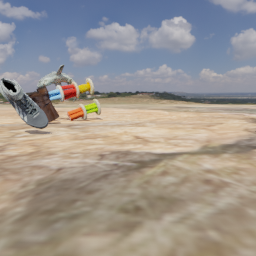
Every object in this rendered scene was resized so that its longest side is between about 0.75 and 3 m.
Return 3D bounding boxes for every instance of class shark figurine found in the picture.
[{"bbox_3d":[-2.782,-2.030,11.801,0.905,1.296,2.169,37,10,34],"label":"shark figurine"}]

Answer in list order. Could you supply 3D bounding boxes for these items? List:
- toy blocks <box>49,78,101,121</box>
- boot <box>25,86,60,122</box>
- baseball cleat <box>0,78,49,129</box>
[{"bbox_3d":[-2.212,-1.011,11.220,1.933,1.611,0.702,-19,4,-26],"label":"toy blocks"},{"bbox_3d":[-3.076,-0.627,9.536,1.199,1.286,0.413,-24,28,-16],"label":"boot"},{"bbox_3d":[-2.447,-0.547,6.546,0.511,1.465,0.780,-50,11,-19],"label":"baseball cleat"}]
